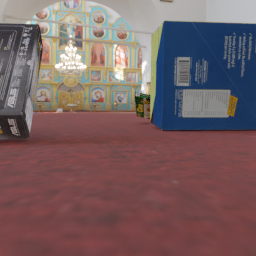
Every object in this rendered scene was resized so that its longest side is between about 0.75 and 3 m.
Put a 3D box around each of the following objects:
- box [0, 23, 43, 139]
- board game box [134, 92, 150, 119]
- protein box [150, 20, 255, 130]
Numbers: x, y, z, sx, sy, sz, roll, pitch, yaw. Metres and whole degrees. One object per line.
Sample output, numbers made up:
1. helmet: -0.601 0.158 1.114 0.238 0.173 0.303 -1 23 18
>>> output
1. box: -2.734 -0.962 5.091 2.058 2.598 0.628 -2 -40 -7
2. board game box: 0.735 -0.764 10.391 0.926 0.207 1.767 15 -19 11
3. protein box: 2.020 -1.310 7.448 2.608 2.589 1.759 0 8 -5
